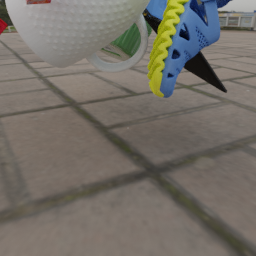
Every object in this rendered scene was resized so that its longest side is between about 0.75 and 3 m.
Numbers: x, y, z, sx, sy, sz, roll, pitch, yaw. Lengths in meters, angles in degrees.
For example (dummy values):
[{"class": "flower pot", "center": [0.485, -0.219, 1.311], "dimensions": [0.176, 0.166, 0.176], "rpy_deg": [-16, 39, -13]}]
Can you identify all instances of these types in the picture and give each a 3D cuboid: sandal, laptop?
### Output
[{"class": "sandal", "center": [1.150, -1.796, 5.054], "dimensions": [1.175, 2.699, 1.073], "rpy_deg": [19, 3, -8]}, {"class": "laptop", "center": [1.654, -2.606, 7.193], "dimensions": [2.479, 1.534, 2.647], "rpy_deg": [33, 10, -46]}]

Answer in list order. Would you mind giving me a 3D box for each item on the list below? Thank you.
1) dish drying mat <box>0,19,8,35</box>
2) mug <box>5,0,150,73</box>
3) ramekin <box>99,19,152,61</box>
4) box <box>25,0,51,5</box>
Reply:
[{"class": "dish drying mat", "center": [-3.427, -1.481, 5.398], "dimensions": [2.291, 0.880, 0.208], "rpy_deg": [-54, 24, -11]}, {"class": "mug", "center": [-0.724, -2.596, 6.378], "dimensions": [2.617, 2.985, 2.204], "rpy_deg": [-21, 32, 23]}, {"class": "ramekin", "center": [-0.591, -3.372, 9.753], "dimensions": [2.590, 1.265, 2.590], "rpy_deg": [26, 2, -1]}, {"class": "box", "center": [-1.561, -2.588, 4.626], "dimensions": [0.429, 0.906, 0.465], "rpy_deg": [-15, 2, -24]}]
